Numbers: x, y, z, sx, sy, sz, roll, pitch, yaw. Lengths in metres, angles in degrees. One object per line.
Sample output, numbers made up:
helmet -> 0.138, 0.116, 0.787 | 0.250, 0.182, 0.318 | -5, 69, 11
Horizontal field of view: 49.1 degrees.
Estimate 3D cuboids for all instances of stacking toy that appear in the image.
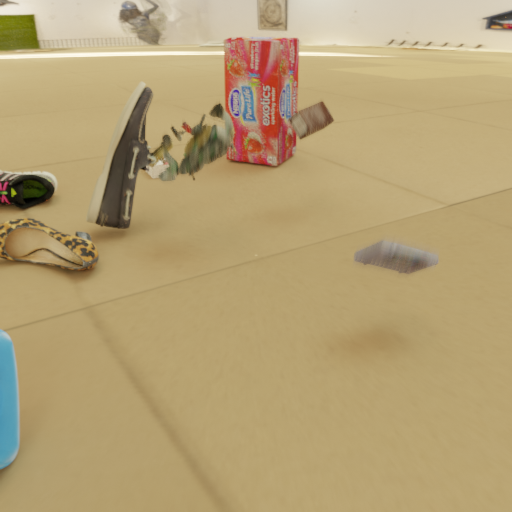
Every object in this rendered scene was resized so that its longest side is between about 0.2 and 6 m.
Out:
stacking toy -> -3.747, 1.485, 5.433 | 2.628, 1.442, 1.525 | -10, -7, 22

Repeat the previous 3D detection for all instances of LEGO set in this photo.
LEGO set -> -1.046, -1.887, 9.945 | 1.679, 0.733, 2.585 | -43, 26, -1

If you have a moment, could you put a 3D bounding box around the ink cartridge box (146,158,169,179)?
ink cartridge box -> -2.429, -2.247, 14.028 | 0.604, 0.352, 0.834 | -12, 28, -23

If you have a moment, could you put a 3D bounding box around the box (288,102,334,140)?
box -> 1.098, -2.702, 11.135 | 0.947, 0.474, 0.355 | -33, 2, -43

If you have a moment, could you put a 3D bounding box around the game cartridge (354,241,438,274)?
game cartridge -> 1.802, 0.035, 7.189 | 0.918, 0.176, 0.595 | 13, -17, -25

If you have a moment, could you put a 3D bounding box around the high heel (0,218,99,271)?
high heel -> -3.624, -0.118, 9.136 | 1.995, 0.712, 1.422 | 0, 18, -22

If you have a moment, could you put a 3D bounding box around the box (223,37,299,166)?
box -> 0.146, -4.048, 14.599 | 1.541, 3.091, 1.476 | 11, 26, 22

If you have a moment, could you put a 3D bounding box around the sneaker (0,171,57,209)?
sneaker -> -5.199, -1.381, 11.752 | 2.061, 0.760, 0.901 | -8, 20, -26

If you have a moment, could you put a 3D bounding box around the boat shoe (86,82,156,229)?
boat shoe -> -2.334, -1.804, 10.398 | 0.861, 2.745, 0.997 | 19, 5, -20
